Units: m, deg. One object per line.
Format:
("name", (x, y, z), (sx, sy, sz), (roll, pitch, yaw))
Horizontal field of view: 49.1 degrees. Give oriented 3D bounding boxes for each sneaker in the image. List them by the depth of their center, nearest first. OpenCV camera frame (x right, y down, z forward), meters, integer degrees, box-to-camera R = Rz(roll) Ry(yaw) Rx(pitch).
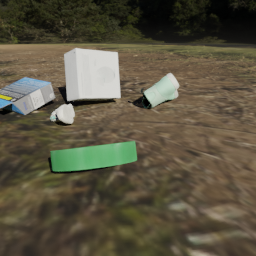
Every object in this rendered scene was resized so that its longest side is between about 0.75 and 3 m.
("sneaker", (-1.910, -0.342, 7.910), (0.654, 0.556, 1.478), (-15, 8, -2))
("sneaker", (1.032, -1.173, 9.689), (1.285, 0.802, 2.178), (-33, -7, 5))

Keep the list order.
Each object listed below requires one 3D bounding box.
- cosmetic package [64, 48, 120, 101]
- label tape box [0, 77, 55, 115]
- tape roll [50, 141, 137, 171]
("cosmetic package", (-1.231, -1.771, 9.632), (1.620, 1.614, 0.996), (-5, 3, -38))
("label tape box", (-3.613, -0.946, 9.136), (1.408, 0.618, 1.952), (15, 38, 32))
("tape roll", (-0.597, 0.490, 4.984), (1.494, 0.359, 1.494), (-8, -3, 0))
